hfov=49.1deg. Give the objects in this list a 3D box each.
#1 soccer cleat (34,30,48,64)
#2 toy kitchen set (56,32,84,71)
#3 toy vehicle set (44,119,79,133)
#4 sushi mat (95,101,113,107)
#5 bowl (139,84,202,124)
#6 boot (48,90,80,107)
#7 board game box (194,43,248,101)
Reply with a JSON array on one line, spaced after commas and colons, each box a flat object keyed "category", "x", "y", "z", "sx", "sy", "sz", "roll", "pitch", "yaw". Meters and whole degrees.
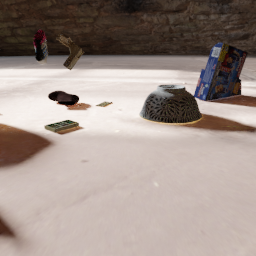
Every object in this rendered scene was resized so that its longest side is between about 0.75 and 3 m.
[{"category": "soccer cleat", "x": -3.452, "y": -3.189, "z": 11.175, "sx": 0.475, "sy": 1.361, "sz": 0.587, "roll": -3, "pitch": -10, "yaw": 10}, {"category": "toy kitchen set", "x": -2.459, "y": -2.974, "z": 10.684, "sx": 1.072, "sy": 0.967, "sz": 0.874, "roll": 35, "pitch": 1, "yaw": 8}, {"category": "toy vehicle set", "x": -1.969, "y": -0.068, "z": 8.344, "sx": 0.548, "sy": 0.117, "sz": 0.882, "roll": 15, "pitch": 23, "yaw": 39}, {"category": "sushi mat", "x": -0.959, "y": -0.971, "z": 11.292, "sx": 0.402, "sy": 0.051, "sz": 0.840, "roll": 6, "pitch": 19, "yaw": 22}, {"category": "bowl", "x": 1.458, "y": -0.924, "z": 9.562, "sx": 2.169, "sy": 1.018, "sz": 2.169, "roll": 1, "pitch": 17, "yaw": 0}, {"category": "boot", "x": -2.651, "y": -1.174, "z": 11.186, "sx": 1.360, "sy": 0.492, "sz": 1.131, "roll": 3, "pitch": 16, "yaw": 0}, {"category": "board game box", "x": 4.313, "y": -2.318, "z": 12.508, "sx": 2.450, "sy": 2.452, "sz": 0.756, "roll": 4, "pitch": 17, "yaw": -38}]
